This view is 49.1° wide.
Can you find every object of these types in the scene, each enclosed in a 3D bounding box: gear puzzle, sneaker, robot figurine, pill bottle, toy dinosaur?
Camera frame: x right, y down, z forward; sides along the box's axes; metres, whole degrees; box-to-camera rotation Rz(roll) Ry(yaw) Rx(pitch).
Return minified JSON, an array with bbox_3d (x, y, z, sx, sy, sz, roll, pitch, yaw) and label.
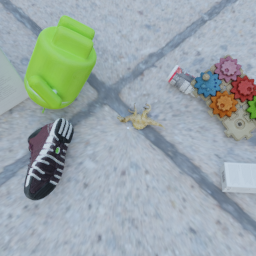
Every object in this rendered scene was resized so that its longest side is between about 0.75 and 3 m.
[{"bbox_3d":[2.871,-0.479,6.979,1.433,0.362,2.766,-36,82,-1],"label":"gear puzzle"},{"bbox_3d":[-2.036,0.716,6.514,1.137,0.745,1.968,-7,52,37],"label":"sneaker"},{"bbox_3d":[-1.663,-1.429,6.799,1.388,2.399,2.105,19,44,-23],"label":"robot figurine"},{"bbox_3d":[1.552,-1.253,7.621,0.919,0.509,0.509,36,68,3],"label":"pill bottle"},{"bbox_3d":[0.409,-0.269,7.296,1.329,0.387,0.672,10,75,18],"label":"toy dinosaur"}]

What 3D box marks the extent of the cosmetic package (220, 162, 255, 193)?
[{"bbox_3d":[2.800,1.164,6.488,1.190,0.424,0.603,3,61,3],"label":"cosmetic package"}]

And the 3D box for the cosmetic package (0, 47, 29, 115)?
[{"bbox_3d":[-3.821,-1.432,6.776,1.752,2.124,1.751,-36,71,-13],"label":"cosmetic package"}]
